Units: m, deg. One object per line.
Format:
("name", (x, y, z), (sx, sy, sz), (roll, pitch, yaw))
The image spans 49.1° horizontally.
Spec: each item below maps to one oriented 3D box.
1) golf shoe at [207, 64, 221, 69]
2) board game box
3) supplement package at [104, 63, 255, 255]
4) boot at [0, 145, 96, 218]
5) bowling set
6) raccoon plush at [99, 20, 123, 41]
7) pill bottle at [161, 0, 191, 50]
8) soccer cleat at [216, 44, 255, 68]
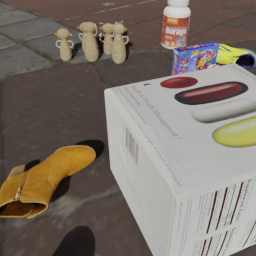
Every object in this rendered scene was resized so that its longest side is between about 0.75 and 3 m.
("golf shoe", (2.773, -1.608, 9.288), (0.856, 0.675, 1.860), (2, 37, 2))
("board game box", (2.371, -2.363, 9.924), (1.642, 1.104, 0.368), (-14, 39, -19))
("supplement package", (1.433, 0.522, 5.223), (2.963, 2.179, 2.833), (-14, 39, -17))
("boot", (-1.527, 1.081, 5.575), (1.976, 0.695, 1.415), (-16, 27, -7))
("bowling set", (-1.359, -3.731, 11.360), (2.868, 1.539, 1.996), (2, 38, 3))
("raccoon plush", (-0.786, -4.464, 12.796), (1.442, 0.966, 0.698), (14, 39, 17))
("pill bottle", (2.045, -4.508, 11.975), (1.136, 2.025, 1.136), (0, 37, 0))
("soccer cleat", (3.778, -2.720, 10.694), (2.267, 0.733, 0.948), (8, 37, 9))
